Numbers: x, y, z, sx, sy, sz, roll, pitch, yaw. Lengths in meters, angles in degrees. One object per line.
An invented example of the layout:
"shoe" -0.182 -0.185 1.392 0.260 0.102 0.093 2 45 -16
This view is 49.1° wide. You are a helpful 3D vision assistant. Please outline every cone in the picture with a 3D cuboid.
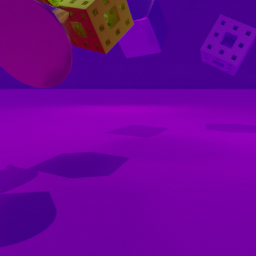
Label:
"cone" -1.032 -1.329 3.706 1.157 1.157 1.162 3 40 19

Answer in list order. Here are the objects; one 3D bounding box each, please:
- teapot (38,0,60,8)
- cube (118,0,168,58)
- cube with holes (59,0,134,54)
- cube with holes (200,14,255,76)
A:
"teapot" -1.659 -2.261 4.733 0.791 1.005 1.616 -18 24 16
"cube" 0.404 -3.178 8.890 1.253 1.253 1.253 -2 -38 28
"cube with holes" -0.654 -2.201 5.448 0.959 0.959 0.959 23 65 34
"cube with holes" 3.248 -2.658 9.140 1.232 1.232 1.232 31 6 16
